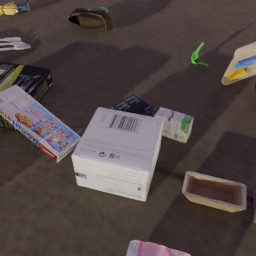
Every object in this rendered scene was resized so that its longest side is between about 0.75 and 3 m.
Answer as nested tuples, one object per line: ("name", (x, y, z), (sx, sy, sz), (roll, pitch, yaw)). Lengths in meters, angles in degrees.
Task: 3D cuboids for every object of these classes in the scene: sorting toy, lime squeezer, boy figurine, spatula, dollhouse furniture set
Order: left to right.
("spatula", (-4.773, -3.232, 10.755), (1.737, 0.140, 1.208), (-18, 48, -38))
("boy figurine", (-5.556, -5.737, 13.317), (1.683, 0.542, 1.046), (-14, 48, -17))
("lime squeezer", (2.386, -2.384, 9.459), (0.519, 1.471, 0.277), (3, 74, 22))
("dollhouse furniture set", (2.157, 1.353, 5.210), (2.251, 1.598, 1.784), (12, 45, 13))
("sorting toy", (4.147, -2.097, 8.412), (2.426, 1.793, 0.357), (-20, 69, -1))

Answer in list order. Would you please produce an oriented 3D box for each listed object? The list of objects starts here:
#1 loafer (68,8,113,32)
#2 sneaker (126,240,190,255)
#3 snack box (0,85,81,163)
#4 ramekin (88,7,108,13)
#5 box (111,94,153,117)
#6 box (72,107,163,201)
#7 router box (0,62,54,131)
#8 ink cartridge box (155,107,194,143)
("loafer", (-1.640, -4.468, 11.863), (2.371, 0.866, 0.846), (23, 52, 35))
("sneaker", (0.487, 2.916, 4.035), (1.345, 0.968, 2.572), (3, 40, 11))
("snack box", (-2.376, -0.172, 7.172), (2.408, 0.293, 0.866), (38, 47, 11))
("ramekin", (-1.362, -5.089, 12.687), (0.935, 0.457, 0.935), (0, 44, 0))
("box", (0.117, -0.422, 7.865), (0.876, 0.456, 0.798), (-32, 51, -29))
("box", (-0.165, 0.542, 6.419), (1.656, 1.088, 1.665), (11, 45, 11))
("router box", (-3.624, -1.052, 8.397), (1.850, 0.615, 2.353), (11, 45, 11))
("ink cartridge box", (1.182, -0.085, 7.363), (0.928, 0.677, 0.390), (19, 47, 19))
